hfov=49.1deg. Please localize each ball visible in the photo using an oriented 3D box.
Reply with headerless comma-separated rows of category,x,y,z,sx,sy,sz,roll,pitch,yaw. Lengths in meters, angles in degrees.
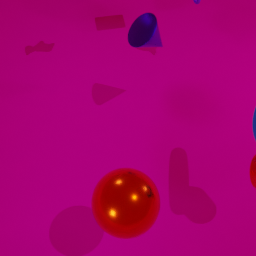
ball,-0.038,1.327,5.009,1.227,1.227,1.227,0,60,0

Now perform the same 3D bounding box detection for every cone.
cone,0.639,-2.325,7.291,0.931,0.934,0.931,-16,66,38

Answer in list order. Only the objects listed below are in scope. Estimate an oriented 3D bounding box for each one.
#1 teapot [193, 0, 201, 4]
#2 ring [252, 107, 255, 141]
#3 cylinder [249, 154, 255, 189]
teapot,1.861,-4.463,8.479,1.072,0.844,1.724,-10,68,-15
ring,3.085,-0.262,4.960,0.388,1.940,1.940,21,57,-25
cylinder,2.943,0.887,5.513,0.771,0.771,0.771,-2,47,51
